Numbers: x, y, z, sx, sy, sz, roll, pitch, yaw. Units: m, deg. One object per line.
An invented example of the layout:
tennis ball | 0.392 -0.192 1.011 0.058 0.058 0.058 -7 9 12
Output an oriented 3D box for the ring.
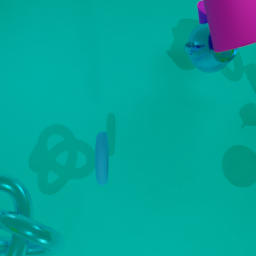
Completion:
ring | -0.582 0.688 6.370 0.245 1.227 1.227 0 76 -1

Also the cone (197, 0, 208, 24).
cone | 1.964 -2.464 6.825 0.900 0.903 0.900 6 48 -7

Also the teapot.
teapot | 1.870 -1.802 6.155 1.831 0.897 1.138 -10 96 -23

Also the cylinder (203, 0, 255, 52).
cylinder | 1.945 -1.977 4.999 0.994 0.994 0.994 -18 103 -4

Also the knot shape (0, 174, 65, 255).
knot shape | -2.116 1.639 4.697 1.906 0.881 1.784 -27 94 17
